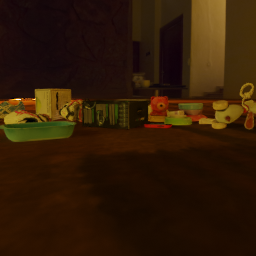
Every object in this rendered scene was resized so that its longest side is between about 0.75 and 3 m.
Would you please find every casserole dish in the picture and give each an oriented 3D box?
[{"bbox_3d":[-2.537,0.079,8.048,2.138,0.415,1.295,-5,9,-29],"label":"casserole dish"}]

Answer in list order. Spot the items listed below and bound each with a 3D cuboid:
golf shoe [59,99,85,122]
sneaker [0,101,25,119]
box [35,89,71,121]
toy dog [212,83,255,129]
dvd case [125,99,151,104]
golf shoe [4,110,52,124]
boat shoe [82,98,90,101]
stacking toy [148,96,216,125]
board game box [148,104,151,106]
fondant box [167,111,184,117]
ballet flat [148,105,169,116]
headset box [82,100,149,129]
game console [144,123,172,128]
[{"bbox_3d":[-2.508,-0.872,12.822,1.175,0.927,2.553,6,6,-8],"label":"golf shoe"},{"bbox_3d":[-6.017,-0.850,13.337,2.204,0.849,0.835,-5,11,-27],"label":"sneaker"},{"bbox_3d":[-3.510,-1.166,13.446,0.746,1.447,2.482,1,9,9],"label":"box"},{"bbox_3d":[3.892,-0.543,9.713,2.037,1.344,0.981,-29,22,2],"label":"toy dog"},{"bbox_3d":[0.303,-1.515,16.243,1.642,0.270,2.185,4,9,29],"label":"dvd case"},{"bbox_3d":[-3.566,-0.257,9.578,1.833,0.666,0.844,3,8,20],"label":"golf shoe"},{"bbox_3d":[-2.100,-1.103,14.870,2.807,0.930,0.981,5,9,35],"label":"boat shoe"},{"bbox_3d":[2.346,-0.811,12.079,2.602,1.099,2.355,-3,8,-16],"label":"stacking toy"},{"bbox_3d":[0.592,-1.162,16.753,1.661,0.570,2.009,2,8,26],"label":"board game box"},{"bbox_3d":[2.090,-0.625,12.231,0.545,0.220,0.756,-7,2,28],"label":"fondant box"},{"bbox_3d":[1.667,-1.082,15.789,0.700,0.700,2.015,7,10,41],"label":"ballet flat"},{"bbox_3d":[-0.375,-0.573,10.752,2.108,0.978,1.836,4,9,27],"label":"headset box"},{"bbox_3d":[1.139,-0.114,10.477,0.960,0.149,0.849,2,8,13],"label":"game console"}]
